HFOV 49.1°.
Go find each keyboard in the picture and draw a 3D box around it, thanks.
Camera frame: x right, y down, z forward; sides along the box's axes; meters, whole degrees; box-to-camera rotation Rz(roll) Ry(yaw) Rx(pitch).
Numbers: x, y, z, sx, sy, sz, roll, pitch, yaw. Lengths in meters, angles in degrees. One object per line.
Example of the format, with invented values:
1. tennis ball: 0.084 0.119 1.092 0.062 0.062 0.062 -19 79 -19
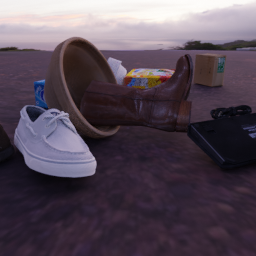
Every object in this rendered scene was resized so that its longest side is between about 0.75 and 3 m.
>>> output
1. keyboard: 2.611 0.063 5.969 2.845 0.365 1.708 -8 41 -24

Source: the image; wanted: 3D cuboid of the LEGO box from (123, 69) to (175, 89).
1. LEGO box: 0.927 -1.584 10.389 1.849 0.958 2.483 2 19 7

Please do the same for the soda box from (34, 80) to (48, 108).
1. soda box: -2.219 -1.385 9.968 0.803 0.849 2.503 6 19 18

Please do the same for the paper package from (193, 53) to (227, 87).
1. paper package: 3.816 -2.727 13.118 0.740 1.431 1.364 -11 22 -29

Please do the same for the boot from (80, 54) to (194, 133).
1. boot: 0.199 -1.023 7.004 2.730 0.877 2.545 5 51 9

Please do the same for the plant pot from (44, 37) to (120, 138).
1. plant pot: -1.149 -0.801 6.516 1.076 2.330 2.330 -18 10 26

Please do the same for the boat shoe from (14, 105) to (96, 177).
1. boat shoe: -1.389 0.111 5.104 0.974 0.927 2.706 1 12 -31

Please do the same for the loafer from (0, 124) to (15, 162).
1. loafer: -3.413 0.046 5.526 2.631 0.939 0.960 5 19 15

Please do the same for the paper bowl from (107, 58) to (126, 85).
1. paper bowl: -0.538 -1.715 10.057 0.759 1.459 1.459 17 18 -4
